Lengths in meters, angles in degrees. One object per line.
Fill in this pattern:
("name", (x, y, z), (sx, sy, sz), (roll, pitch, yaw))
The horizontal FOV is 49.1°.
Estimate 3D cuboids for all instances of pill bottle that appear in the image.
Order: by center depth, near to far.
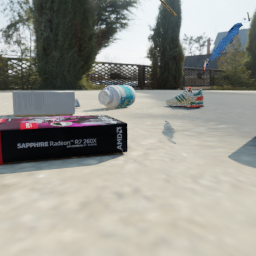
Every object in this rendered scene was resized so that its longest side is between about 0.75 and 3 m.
("pill bottle", (-0.550, -1.485, 13.305), (1.066, 1.066, 1.925), (6, 11, 35))

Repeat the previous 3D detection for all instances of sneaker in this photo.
("sneaker", (2.835, -1.548, 13.942), (2.109, 0.986, 0.743), (10, 14, 44))

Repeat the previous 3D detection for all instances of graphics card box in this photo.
("graphics card box", (-1.249, 0.128, 4.949), (2.226, 0.566, 1.397), (-2, 9, -19))

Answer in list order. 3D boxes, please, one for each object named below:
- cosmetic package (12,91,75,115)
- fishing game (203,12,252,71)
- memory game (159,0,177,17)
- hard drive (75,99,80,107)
("cosmetic package", (-3.106, -0.960, 10.584), (2.206, 0.895, 1.245), (-3, 8, -14))
("fishing game", (3.511, -3.007, 9.944), (0.357, 2.297, 1.645), (35, 33, -5))
("memory game", (1.215, -3.976, 9.072), (0.979, 0.062, 0.979), (38, 21, -18))
("hard drive", (-3.526, -1.177, 13.247), (2.236, 0.473, 1.508), (-5, 10, -26))
